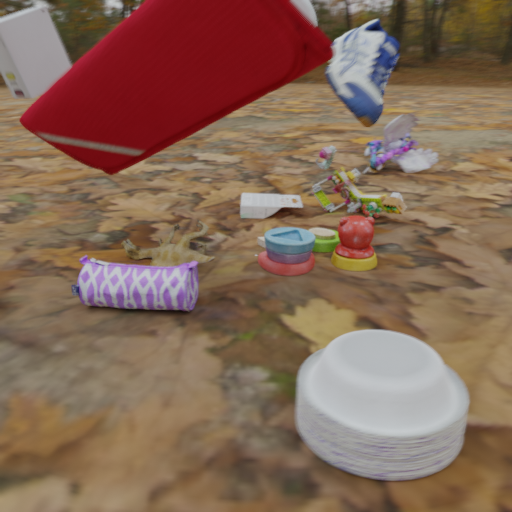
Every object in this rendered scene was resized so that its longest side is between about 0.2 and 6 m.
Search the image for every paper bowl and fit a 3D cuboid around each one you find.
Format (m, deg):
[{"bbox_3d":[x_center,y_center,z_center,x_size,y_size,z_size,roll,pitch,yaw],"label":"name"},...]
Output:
[{"bbox_3d":[1.105,1.198,4.994,1.476,0.767,1.476,0,20,0],"label":"paper bowl"}]

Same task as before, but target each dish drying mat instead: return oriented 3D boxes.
[{"bbox_3d":[-1.334,-2.137,7.283,4.642,0.422,1.783,-14,-36,44],"label":"dish drying mat"}]

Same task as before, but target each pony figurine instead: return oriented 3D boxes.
[{"bbox_3d":[3.725,-2.873,15.062,1.850,1.596,1.917,-27,15,23],"label":"pony figurine"}]

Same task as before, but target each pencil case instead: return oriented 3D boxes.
[{"bbox_3d":[-1.531,0.355,7.311,1.571,0.672,0.659,3,13,5],"label":"pencil case"}]

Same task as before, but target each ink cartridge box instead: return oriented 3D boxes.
[{"bbox_3d":[0.300,-1.023,11.489,1.238,0.310,0.996,4,21,-1],"label":"ink cartridge box"}]

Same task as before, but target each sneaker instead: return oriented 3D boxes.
[{"bbox_3d":[1.967,-3.418,10.009,1.215,1.037,2.756,-30,40,25],"label":"sneaker"}]

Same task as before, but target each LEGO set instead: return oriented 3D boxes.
[{"bbox_3d":[1.894,-1.200,11.238,0.831,1.027,2.233,-29,55,-23],"label":"LEGO set"}]

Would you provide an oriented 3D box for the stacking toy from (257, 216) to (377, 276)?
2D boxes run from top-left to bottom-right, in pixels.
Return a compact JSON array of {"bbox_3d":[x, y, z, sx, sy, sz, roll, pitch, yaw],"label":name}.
[{"bbox_3d":[0.888,-0.354,9.013,1.834,0.775,1.660,-5,22,-14],"label":"stacking toy"}]

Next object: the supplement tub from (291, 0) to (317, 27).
[{"bbox_3d":[0.303,-3.653,9.055,1.277,1.277,1.761,0,21,-1],"label":"supplement tub"}]

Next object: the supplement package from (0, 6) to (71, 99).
[{"bbox_3d":[-3.857,-3.441,9.521,0.691,1.246,0.970,12,42,40],"label":"supplement package"}]

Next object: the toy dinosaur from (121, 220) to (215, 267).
[{"bbox_3d":[-1.148,-0.045,8.779,2.061,0.600,1.042,6,36,35],"label":"toy dinosaur"}]
